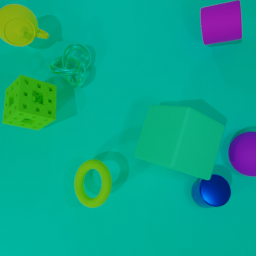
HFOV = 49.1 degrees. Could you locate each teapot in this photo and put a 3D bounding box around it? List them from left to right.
[{"bbox_3d":[-2.889,-2.587,7.212,1.715,1.067,0.840,3,39,-36],"label":"teapot"}]

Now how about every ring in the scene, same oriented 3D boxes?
[{"bbox_3d":[-0.890,1.379,7.006,1.193,0.239,1.193,-8,77,36],"label":"ring"}]

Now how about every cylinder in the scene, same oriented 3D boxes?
[{"bbox_3d":[2.114,1.637,7.198,0.793,0.793,0.793,1,72,-3],"label":"cylinder"},{"bbox_3d":[2.464,-2.763,7.396,0.968,0.968,0.968,-4,82,21],"label":"cylinder"}]

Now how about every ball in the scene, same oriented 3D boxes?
[{"bbox_3d":[3.187,0.667,7.197,1.158,1.158,1.158,0,82,0],"label":"ball"}]

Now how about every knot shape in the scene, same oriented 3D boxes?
[{"bbox_3d":[-1.653,-1.752,7.814,1.131,0.559,1.209,6,86,7],"label":"knot shape"}]

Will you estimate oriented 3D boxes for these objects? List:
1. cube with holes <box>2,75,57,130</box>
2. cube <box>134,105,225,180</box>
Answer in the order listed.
[{"bbox_3d":[-2.513,-0.610,7.188,0.962,0.962,0.962,14,64,-41],"label":"cube with holes"},{"bbox_3d":[1.241,0.327,6.848,1.383,1.383,1.383,22,83,-35],"label":"cube"}]
